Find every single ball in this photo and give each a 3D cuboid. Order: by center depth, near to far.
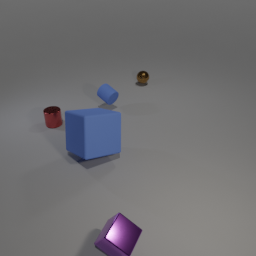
[{"bbox_3d":[0.813,-2.764,15.242,0.700,0.700,0.700,0,31,0],"label":"ball"}]

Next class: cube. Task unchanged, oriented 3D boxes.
[{"bbox_3d":[-0.226,2.513,6.454,0.700,0.700,0.700,38,49,-2],"label":"cube"},{"bbox_3d":[-1.188,0.130,9.486,1.400,1.400,1.400,-8,15,-37],"label":"cube"}]

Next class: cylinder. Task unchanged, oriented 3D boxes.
[{"bbox_3d":[-3.125,-0.456,11.679,0.700,0.700,0.700,0,32,0],"label":"cylinder"},{"bbox_3d":[-0.896,-1.500,12.425,0.700,0.700,0.700,41,47,22],"label":"cylinder"}]
